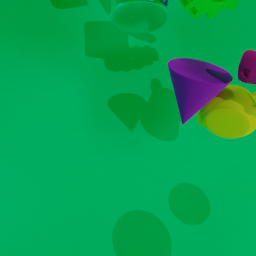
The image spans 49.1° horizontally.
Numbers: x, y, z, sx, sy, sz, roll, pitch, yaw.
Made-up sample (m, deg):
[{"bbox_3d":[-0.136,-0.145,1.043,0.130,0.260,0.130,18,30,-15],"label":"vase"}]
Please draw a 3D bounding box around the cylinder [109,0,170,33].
[{"bbox_3d":[0.241,-2.907,5.977,1.270,1.270,1.270,0,80,0],"label":"cylinder"}]

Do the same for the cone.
[{"bbox_3d":[1.036,-0.481,4.612,1.019,1.022,1.019,8,32,-5],"label":"cone"}]

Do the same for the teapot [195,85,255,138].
[{"bbox_3d":[1.746,-0.316,4.924,0.988,1.589,0.778,43,51,-22],"label":"teapot"}]

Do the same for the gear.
[{"bbox_3d":[1.513,-2.332,4.208,1.563,1.563,0.289,-20,72,-9],"label":"gear"}]

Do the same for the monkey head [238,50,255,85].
[{"bbox_3d":[2.233,-0.903,3.684,1.358,1.888,1.137,16,51,21],"label":"monkey head"}]
